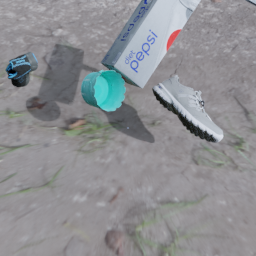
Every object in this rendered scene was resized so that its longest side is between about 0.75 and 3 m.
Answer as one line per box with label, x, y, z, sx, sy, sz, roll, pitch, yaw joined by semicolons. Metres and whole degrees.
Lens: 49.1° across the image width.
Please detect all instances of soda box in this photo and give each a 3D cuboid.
soda box;0.591;-2.372;6.599;2.786;0.951;0.884;-56;31;0

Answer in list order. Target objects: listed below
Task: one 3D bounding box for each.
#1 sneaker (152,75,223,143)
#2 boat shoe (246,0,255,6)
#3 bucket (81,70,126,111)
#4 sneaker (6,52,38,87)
sneaker;1.564;-0.560;6.870;0.893;0.814;2.178;-40;65;-4
boat shoe;2.463;-2.646;5.447;0.844;0.360;0.312;31;21;1
bucket;-0.567;-0.861;6.343;0.609;0.936;0.936;14;46;46
sneaker;-2.372;-1.209;5.965;0.536;1.309;0.479;-26;88;-35
